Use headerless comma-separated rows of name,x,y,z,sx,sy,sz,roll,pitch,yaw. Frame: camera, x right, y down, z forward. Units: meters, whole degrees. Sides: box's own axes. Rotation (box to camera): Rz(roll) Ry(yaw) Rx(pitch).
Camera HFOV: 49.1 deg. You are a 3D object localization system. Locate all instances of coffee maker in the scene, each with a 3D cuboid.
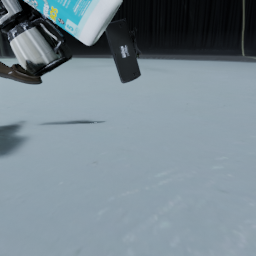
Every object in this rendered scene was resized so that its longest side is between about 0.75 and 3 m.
coffee maker,-2.576,-2.459,7.369,1.419,2.107,2.024,-32,15,-3

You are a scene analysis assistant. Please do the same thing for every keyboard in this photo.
keyboard,-0.075,-2.301,8.418,0.931,1.788,0.354,-20,14,-15

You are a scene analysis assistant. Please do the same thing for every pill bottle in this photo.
pill bottle,-1.510,-3.137,6.123,2.635,1.460,1.460,34,14,-11

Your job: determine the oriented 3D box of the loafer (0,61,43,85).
loafer,-2.412,-1.217,6.115,1.108,0.395,0.404,13,5,-10
